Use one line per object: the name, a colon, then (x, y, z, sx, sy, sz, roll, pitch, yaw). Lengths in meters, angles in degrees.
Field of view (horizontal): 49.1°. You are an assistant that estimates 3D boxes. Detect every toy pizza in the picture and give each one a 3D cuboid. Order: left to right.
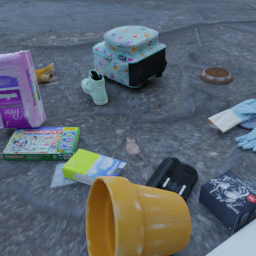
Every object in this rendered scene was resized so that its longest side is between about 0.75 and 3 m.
toy pizza: (4.071, -0.193, 9.460, 0.835, 0.132, 0.835, -1, 35, 1)

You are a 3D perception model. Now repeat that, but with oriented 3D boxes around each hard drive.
hard drive: (2.956, 2.521, 5.266, 2.684, 0.353, 1.770, -20, 40, -28)

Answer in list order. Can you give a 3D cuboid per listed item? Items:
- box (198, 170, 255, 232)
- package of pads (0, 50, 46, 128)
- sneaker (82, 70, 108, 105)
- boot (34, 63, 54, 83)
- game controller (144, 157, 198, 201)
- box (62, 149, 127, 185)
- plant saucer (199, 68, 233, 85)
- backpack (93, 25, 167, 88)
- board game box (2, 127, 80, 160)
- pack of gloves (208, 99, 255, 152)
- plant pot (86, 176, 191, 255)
box: (2.365, 1.630, 6.410, 0.974, 0.557, 1.070, -21, 39, -26)
package of pads: (-3.476, -1.137, 8.494, 1.395, 2.315, 0.876, -3, 25, 7)
sneaker: (-1.326, -1.843, 10.949, 0.733, 1.175, 1.992, -17, 37, -21)
boot: (-3.917, -2.507, 12.468, 1.070, 0.526, 1.494, 4, 40, -2)
game controller: (1.014, 1.447, 6.934, 1.026, 0.414, 1.967, 30, 43, 15)
box: (-0.872, 1.085, 7.391, 1.468, 0.350, 0.895, 14, 37, 19)
plant saucer: (3.963, -2.381, 12.546, 1.500, 0.274, 1.500, 0, 35, 0)
backpack: (-0.084, -3.144, 12.044, 2.876, 2.204, 2.528, 17, 42, 36)
board game box: (-2.523, 0.447, 8.390, 1.976, 0.288, 1.330, 0, 35, 0)
pack of gloves: (4.022, -0.067, 9.064, 2.170, 0.428, 1.823, -24, 49, -15)
plant pot: (0.212, 1.808, 5.325, 1.626, 1.776, 1.776, 4, 31, -23)
